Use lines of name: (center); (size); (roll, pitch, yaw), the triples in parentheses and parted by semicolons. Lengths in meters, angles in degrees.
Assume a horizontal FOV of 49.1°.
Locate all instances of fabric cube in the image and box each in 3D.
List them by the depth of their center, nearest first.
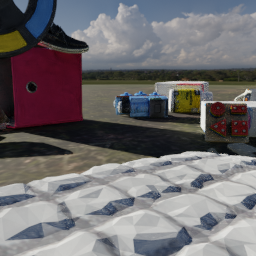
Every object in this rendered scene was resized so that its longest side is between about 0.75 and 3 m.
fabric cube: (-3.172, -1.378, 9.375); (2.435, 2.389, 2.427); (10, 13, 44)

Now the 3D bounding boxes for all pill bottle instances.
pill bottle: (2.637, -1.154, 11.858); (1.749, 0.983, 0.983); (0, 11, 5)

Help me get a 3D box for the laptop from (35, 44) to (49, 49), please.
laptop: (-3.079, -2.547, 9.062); (0.911, 0.564, 0.973); (0, 38, -5)

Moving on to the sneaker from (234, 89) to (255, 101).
sneaker: (4.893, -0.857, 9.914); (1.182, 1.168, 2.977); (3, -1, -8)

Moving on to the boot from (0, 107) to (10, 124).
boot: (-3.670, -0.071, 6.326); (2.065, 0.663, 1.924); (-13, 21, -33)

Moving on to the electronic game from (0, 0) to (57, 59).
electronic game: (-2.380, -2.384, 4.546); (2.514, 2.514, 0.523); (-7, 4, -34)

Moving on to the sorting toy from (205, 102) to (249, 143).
sorting toy: (2.336, -0.177, 6.606); (0.975, 0.981, 0.341); (2, -19, 11)

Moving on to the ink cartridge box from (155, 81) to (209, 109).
ink cartridge box: (2.775, -1.682, 13.967); (2.170, 1.226, 2.962); (4, 12, 22)

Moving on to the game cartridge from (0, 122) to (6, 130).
game cartridge: (-4.531, -0.353, 8.442); (1.155, 0.342, 1.781); (-13, 33, -35)

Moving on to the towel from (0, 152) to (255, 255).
towel: (0.328, 0.982, 0.006); (2.979, 1.275, 2.467); (-7, 14, -40)

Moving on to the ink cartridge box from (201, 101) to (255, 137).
ink cartridge box: (3.064, -0.273, 7.607); (1.955, 0.827, 1.413); (0, 11, 8)

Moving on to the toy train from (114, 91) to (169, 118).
toy train: (0.525, -0.889, 10.777); (2.158, 0.936, 1.233); (-1, 17, -3)

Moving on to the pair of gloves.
pair of gloves: (1.900, 0.570, 4.805); (1.332, 0.234, 1.133); (-8, 17, -23)

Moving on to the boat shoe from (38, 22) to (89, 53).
boat shoe: (-2.216, -2.804, 8.491); (2.188, 0.681, 0.816); (14, 28, -16)
